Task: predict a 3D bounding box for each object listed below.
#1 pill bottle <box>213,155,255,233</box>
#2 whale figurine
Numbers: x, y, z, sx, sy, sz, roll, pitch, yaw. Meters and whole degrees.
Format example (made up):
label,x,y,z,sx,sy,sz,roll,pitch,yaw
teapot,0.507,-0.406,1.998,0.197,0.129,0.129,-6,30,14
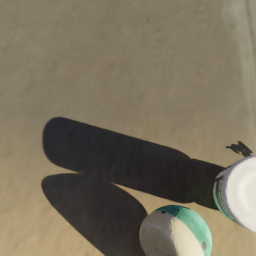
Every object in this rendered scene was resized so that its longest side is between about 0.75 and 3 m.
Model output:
label,x,y,z,sx,sy,sz,roll,pitch,yaw
pill bottle,2.802,1.513,6.511,1.512,2.673,1.512,-2,78,11
whale figurine,1.337,3.020,6.592,1.351,2.071,2.603,-27,101,-36
